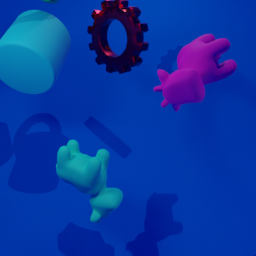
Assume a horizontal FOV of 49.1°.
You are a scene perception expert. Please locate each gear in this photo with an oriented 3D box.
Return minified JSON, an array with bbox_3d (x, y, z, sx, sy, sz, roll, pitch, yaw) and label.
[{"bbox_3d":[-0.282,-2.223,6.904,1.715,1.715,0.317,39,39,21],"label":"gear"}]

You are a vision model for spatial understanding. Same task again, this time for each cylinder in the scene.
[{"bbox_3d":[-2.143,-1.715,6.384,1.385,1.385,1.385,6,49,4],"label":"cylinder"}]

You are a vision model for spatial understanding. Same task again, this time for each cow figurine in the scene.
[{"bbox_3d":[1.107,-1.010,4.967,1.484,0.828,1.508,-27,27,6],"label":"cow figurine"},{"bbox_3d":[-0.810,1.120,5.694,1.496,1.472,0.821,17,23,11],"label":"cow figurine"}]

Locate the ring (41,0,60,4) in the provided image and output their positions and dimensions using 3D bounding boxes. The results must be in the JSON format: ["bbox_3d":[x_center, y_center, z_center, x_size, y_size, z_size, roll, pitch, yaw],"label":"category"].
[{"bbox_3d":[-2.200,-3.359,6.181,0.321,1.607,1.607,-47,61,21],"label":"ring"}]
